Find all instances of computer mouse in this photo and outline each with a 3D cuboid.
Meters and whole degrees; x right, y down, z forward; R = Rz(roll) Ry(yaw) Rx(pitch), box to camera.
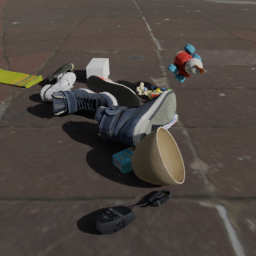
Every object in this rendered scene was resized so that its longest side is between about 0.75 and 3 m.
[{"bbox_3d":[0.182,1.916,6.413,2.139,0.364,0.627,-14,12,-30],"label":"computer mouse"}]

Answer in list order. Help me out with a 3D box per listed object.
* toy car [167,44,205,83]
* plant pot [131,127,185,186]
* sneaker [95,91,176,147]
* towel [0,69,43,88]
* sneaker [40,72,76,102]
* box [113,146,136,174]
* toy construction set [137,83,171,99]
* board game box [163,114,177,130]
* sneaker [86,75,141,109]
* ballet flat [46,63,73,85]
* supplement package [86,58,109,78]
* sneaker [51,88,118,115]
[{"bbox_3d":[2.486,-2.331,10.835,1.251,1.200,1.357,-49,43,3],"label":"toy car"},{"bbox_3d":[0.689,0.846,7.261,1.007,1.499,1.499,-24,23,25],"label":"plant pot"},{"bbox_3d":[0.224,-0.476,9.126,2.117,1.114,2.930,7,32,32],"label":"sneaker"},{"bbox_3d":[-5.523,-2.401,13.368,2.706,0.244,1.164,13,33,20],"label":"towel"},{"bbox_3d":[-2.563,-1.636,11.673,1.184,0.774,2.060,16,40,23],"label":"sneaker"},{"bbox_3d":[0.269,0.796,8.139,1.371,0.337,0.564,-22,39,-30],"label":"box"},{"bbox_3d":[1.115,-1.337,11.295,1.567,0.722,1.027,24,38,16],"label":"toy construction set"},{"bbox_3d":[0.775,-0.280,9.893,1.437,0.296,1.434,22,38,31],"label":"board game box"},{"bbox_3d":[-0.450,-1.429,11.239,2.350,0.785,1.259,27,11,7],"label":"sneaker"},{"bbox_3d":[-3.163,-2.515,13.392,0.646,0.756,2.275,45,33,-12],"label":"ballet flat"},{"bbox_3d":[-1.414,-2.714,13.314,0.813,0.815,1.390,4,32,6],"label":"supplement package"},{"bbox_3d":[-1.688,-0.833,10.024,1.765,0.929,2.443,-15,24,-42],"label":"sneaker"}]
